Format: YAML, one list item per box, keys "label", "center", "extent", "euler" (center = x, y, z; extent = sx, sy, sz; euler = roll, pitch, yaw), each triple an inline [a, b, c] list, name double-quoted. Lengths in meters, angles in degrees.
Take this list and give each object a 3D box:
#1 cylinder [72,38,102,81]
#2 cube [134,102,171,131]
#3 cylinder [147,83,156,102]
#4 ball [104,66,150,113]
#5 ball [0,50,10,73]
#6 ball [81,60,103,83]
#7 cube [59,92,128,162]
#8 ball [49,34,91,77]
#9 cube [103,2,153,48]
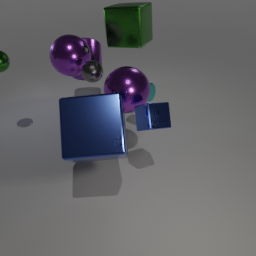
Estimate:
- label: "cylinder"
  center: [-1.837, -2.960, 12.188]
  extent: [1.400, 1.400, 1.400]
  euler: [-4, -10, -1]
- label: "cube"
  center: [0.672, -0.305, 7.662]
  extent: [0.700, 0.700, 0.700]
  euler: [-5, -1, -29]
- label: "cylinder"
  center: [0.565, -1.376, 10.479]
  extent: [0.700, 0.700, 0.700]
  euler: [16, 35, 38]
- label: "ball"
  center: [-0.033, -1.140, 8.404]
  extent: [1.400, 1.400, 1.400]
  euler: [0, 33, 0]
- label: "ball"
  center: [-4.119, -2.112, 8.876]
  extent: [0.700, 0.700, 0.700]
  euler: [0, 33, 0]
- label: "ball"
  center: [-1.134, -1.802, 8.933]
  extent: [0.700, 0.700, 0.700]
  euler: [0, 33, 0]
- label: "cube"
  center: [-0.772, 0.052, 6.766]
  extent: [1.400, 1.400, 1.400]
  euler: [-5, -9, 1]
- label: "ball"
  center: [-1.972, -2.477, 9.606]
  extent: [1.400, 1.400, 1.400]
  euler: [0, 33, 0]
- label: "cube"
  center: [0.053, -3.875, 10.512]
  extent: [1.400, 1.400, 1.400]
  euler: [7, 31, 20]
